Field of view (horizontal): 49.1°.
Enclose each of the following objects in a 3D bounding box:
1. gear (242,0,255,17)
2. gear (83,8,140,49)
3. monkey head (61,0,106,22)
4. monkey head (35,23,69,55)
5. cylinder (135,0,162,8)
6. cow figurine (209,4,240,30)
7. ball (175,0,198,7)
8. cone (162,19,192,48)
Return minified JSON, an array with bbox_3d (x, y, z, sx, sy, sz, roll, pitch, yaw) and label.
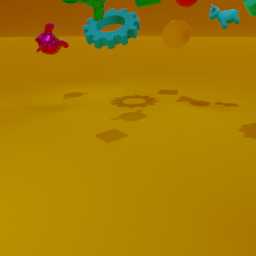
[{"bbox_3d":[3.167,-2.992,5.422,1.888,1.888,0.349,18,-4,40],"label":"gear"},{"bbox_3d":[-0.576,-3.494,9.777,1.952,0.361,1.952,-6,51,7],"label":"gear"},{"bbox_3d":[-0.972,-3.410,7.265,0.908,1.084,1.506,36,61,18],"label":"monkey head"},{"bbox_3d":[-3.083,-3.497,11.162,1.540,1.108,0.928,-26,73,-44],"label":"monkey head"},{"bbox_3d":[0.741,-5.065,10.493,0.930,0.930,0.930,-5,18,16],"label":"cylinder"},{"bbox_3d":[3.089,-3.650,9.038,0.890,0.876,0.489,-18,7,21],"label":"cow figurine"},{"bbox_3d":[1.832,-4.197,8.688,0.835,0.835,0.835,0,20,0],"label":"ball"},{"bbox_3d":[1.687,-3.629,10.249,1.045,1.045,1.049,-2,40,-4],"label":"cone"}]
